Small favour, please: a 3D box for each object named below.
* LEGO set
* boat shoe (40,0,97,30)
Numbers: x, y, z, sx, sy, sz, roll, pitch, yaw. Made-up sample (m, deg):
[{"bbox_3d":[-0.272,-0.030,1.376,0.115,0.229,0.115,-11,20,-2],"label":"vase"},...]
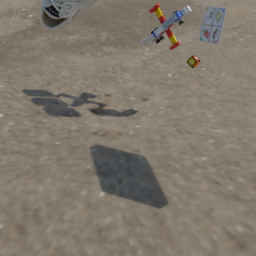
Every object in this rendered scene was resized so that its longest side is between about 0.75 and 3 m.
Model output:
[{"bbox_3d":[1.447,-3.035,7.231,2.082,2.787,0.684,22,29,32],"label":"LEGO set"},{"bbox_3d":[-1.199,-2.458,5.326,0.866,0.879,2.480,-56,26,-14],"label":"boat shoe"}]
